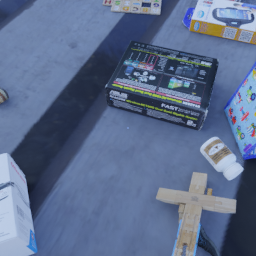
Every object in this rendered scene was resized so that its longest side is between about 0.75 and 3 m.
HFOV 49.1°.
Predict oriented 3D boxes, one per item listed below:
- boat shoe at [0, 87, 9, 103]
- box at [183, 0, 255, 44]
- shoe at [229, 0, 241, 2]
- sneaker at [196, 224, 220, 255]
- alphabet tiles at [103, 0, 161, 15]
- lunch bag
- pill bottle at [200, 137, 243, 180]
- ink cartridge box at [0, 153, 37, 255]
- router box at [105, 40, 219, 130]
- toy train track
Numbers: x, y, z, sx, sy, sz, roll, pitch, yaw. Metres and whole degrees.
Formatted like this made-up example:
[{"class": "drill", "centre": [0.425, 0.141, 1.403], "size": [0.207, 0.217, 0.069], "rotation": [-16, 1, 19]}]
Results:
[{"class": "boat shoe", "centre": [-4.271, -1.114, 8.375], "size": [1.425, 0.539, 0.526], "rotation": [23, 60, 17]}, {"class": "box", "centre": [3.582, -4.133, 10.519], "size": [2.867, 0.595, 1.707], "rotation": [17, 56, 9]}, {"class": "shoe", "centre": [4.495, -5.923, 11.717], "size": [0.907, 0.712, 1.994], "rotation": [25, 61, 13]}, {"class": "sneaker", "centre": [1.614, 2.459, 5.971], "size": [0.363, 0.324, 0.886], "rotation": [-32, 52, -5]}, {"class": "alphabet tiles", "centre": [0.206, -5.409, 11.732], "size": [2.390, 0.090, 1.998], "rotation": [6, 55, 3]}, {"class": "lunch bag", "centre": [3.400, -0.585, 6.873], "size": [1.093, 2.324, 1.749], "rotation": [-5, 54, -4]}, {"class": "pill bottle", "centre": [2.243, 0.734, 6.698], "size": [0.559, 0.559, 0.977], "rotation": [-25, 57, -17]}, {"class": "ink cartridge box", "centre": [-2.569, 1.674, 5.856], "size": [0.777, 1.335, 1.846], "rotation": [-16, 56, -11]}, {"class": "router box", "centre": [1.049, -1.334, 8.291], "size": [2.873, 0.893, 2.153], "rotation": [16, 56, 12]}, {"class": "toy train track", "centre": [1.296, 2.102, 5.831], "size": [1.697, 0.481, 2.958], "rotation": [5, 35, 21]}]
